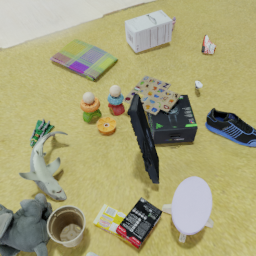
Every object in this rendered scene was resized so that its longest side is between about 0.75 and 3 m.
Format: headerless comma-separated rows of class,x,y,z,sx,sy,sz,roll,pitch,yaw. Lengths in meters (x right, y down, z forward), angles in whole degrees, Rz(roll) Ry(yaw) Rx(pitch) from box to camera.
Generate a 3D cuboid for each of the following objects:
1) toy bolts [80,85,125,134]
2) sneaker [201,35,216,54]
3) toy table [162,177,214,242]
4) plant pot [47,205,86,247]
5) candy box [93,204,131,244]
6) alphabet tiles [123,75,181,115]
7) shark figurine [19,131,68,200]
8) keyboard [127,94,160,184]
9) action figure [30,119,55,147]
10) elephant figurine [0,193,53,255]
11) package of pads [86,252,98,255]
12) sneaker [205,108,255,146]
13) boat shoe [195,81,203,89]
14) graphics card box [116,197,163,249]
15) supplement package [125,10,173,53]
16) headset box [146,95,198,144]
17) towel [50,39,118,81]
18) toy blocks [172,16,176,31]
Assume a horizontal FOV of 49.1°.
toy bolts,-0.854,-0.889,11.388,1.833,1.271,1.751,-30,54,-23
sneaker,4.327,-4.426,14.887,0.705,0.439,1.315,12,55,8
toy table,1.930,2.556,8.728,1.663,1.059,1.809,25,56,19
plant pot,-1.762,3.037,8.363,1.101,1.008,1.101,0,50,0
candy box,-0.293,3.035,8.889,1.462,0.193,0.747,22,54,17
alphabet tiles,1.036,-1.326,11.318,1.990,0.075,1.663,26,63,30
shark figurine,-3.121,1.219,9.938,1.699,1.186,2.843,14,51,-33
keyboard,0.537,0.509,9.000,0.372,2.897,1.740,-12,30,14
action figure,-3.534,0.215,11.144,0.755,0.350,1.278,15,56,8
elephant figurine,-3.489,2.989,8.291,2.367,1.836,1.675,-15,95,1
package of pads,-0.796,4.887,6.862,2.188,0.966,2.832,24,54,18
sneaker,4.215,-0.054,10.964,2.348,0.914,0.823,20,53,16
boat shoe,3.162,-1.893,12.633,0.282,0.267,0.787,5,26,-2
graphics card box,0.359,2.903,8.669,0.856,0.347,1.365,29,53,21
supplement package,1.093,-5.127,14.824,2.167,1.271,1.267,-22,53,-12
headset box,1.702,-0.311,11.182,1.707,0.910,1.961,-3,51,-2
towel,-2.234,-3.524,14.213,2.982,0.340,2.142,27,55,20
toy blocks,2.107,-5.935,15.788,1.053,0.949,1.127,17,53,13
